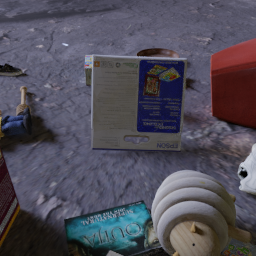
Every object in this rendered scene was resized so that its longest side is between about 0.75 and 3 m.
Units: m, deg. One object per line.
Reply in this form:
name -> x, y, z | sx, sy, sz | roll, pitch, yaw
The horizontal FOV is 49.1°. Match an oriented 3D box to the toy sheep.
toy sheep -> 1.331, 1.701, 5.638 | 1.794, 1.794, 2.602 | 3, 17, 5

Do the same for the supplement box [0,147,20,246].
supplement box -> -3.159, 1.195, 5.415 | 1.125, 2.626, 1.449 | 3, 35, 4

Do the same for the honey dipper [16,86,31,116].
honey dipper -> -3.963, -0.994, 10.599 | 0.484, 0.484, 2.546 | -11, 32, -15

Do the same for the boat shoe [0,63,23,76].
boat shoe -> -5.698, -2.785, 13.082 | 1.522, 0.504, 0.532 | 6, 35, 9

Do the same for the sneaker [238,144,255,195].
sneaker -> 3.354, 1.016, 7.458 | 0.782, 0.725, 1.929 | 4, 33, 20

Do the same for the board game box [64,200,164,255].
board game box -> -0.337, 2.279, 5.936 | 1.883, 0.265, 1.273 | -11, 36, -15

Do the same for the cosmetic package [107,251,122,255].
cosmetic package -> 0.622, 3.117, 4.074 | 2.734, 0.999, 1.416 | 16, 38, 21

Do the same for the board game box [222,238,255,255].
board game box -> 2.403, 2.740, 5.127 | 1.456, 0.266, 1.102 | 17, 37, 36

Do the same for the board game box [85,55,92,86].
board game box -> -1.503, -2.626, 12.570 | 0.804, 0.819, 1.561 | -3, 36, -5

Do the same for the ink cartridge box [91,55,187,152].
ink cartridge box -> 0.281, -0.716, 8.377 | 2.739, 2.772, 0.651 | 2, 12, -1

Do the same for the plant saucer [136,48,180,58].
plant saucer -> 1.511, -3.572, 14.353 | 2.200, 0.379, 2.200 | 1, 34, 0

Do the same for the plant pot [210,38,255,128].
plant pot -> 4.078, -1.583, 9.789 | 2.278, 2.583, 2.585 | 0, 33, 18

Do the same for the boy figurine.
boy figurine -> -4.394, -0.111, 8.967 | 2.502, 0.806, 1.555 | -5, 38, -11
